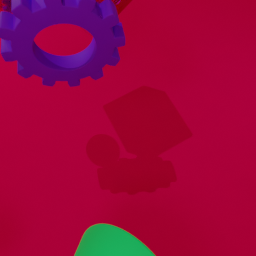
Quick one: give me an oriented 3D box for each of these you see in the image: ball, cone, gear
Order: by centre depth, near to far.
[{"bbox_3d":[-0.505,2.127,2.854,1.598,1.598,1.603,46,41,16],"label":"cone"},{"bbox_3d":[-0.980,-1.333,4.320,1.829,1.829,0.338,-10,62,-4],"label":"gear"},{"bbox_3d":[-1.934,-2.125,4.355,0.821,0.821,0.821,0,68,0],"label":"ball"}]

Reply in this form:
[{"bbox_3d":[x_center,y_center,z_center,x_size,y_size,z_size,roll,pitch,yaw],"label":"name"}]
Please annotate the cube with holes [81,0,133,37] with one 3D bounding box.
[{"bbox_3d":[-0.669,-2.646,4.922,1.385,1.385,1.385,-45,116,5],"label":"cube with holes"}]
